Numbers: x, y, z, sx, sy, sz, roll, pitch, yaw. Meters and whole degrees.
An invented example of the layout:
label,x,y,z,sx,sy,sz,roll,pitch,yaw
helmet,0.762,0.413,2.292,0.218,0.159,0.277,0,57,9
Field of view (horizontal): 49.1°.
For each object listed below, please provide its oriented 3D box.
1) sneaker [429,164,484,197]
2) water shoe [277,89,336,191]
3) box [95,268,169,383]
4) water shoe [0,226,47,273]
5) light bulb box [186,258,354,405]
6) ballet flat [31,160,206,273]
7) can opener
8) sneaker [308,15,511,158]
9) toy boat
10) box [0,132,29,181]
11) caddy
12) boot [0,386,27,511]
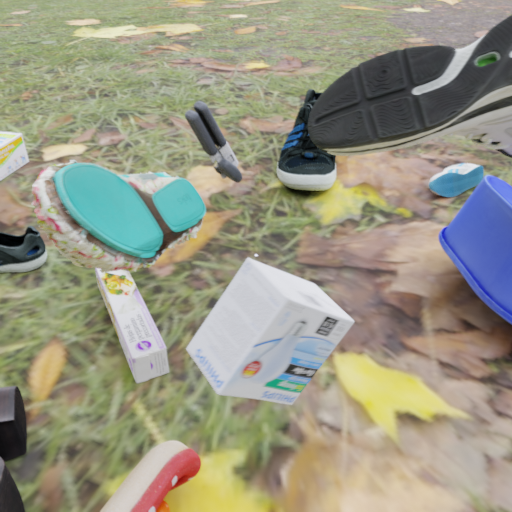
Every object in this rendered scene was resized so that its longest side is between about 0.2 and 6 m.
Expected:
label,x,y,z,sx,sy,sz,roll,pitch,yaw
sneaker,3.853,-1.498,11.047,1.329,0.509,0.537,-16,23,-28
water shoe,1.107,-2.535,11.760,1.219,1.346,3.410,4,34,6
box,-1.725,0.776,7.555,0.429,0.459,2.217,-15,37,-20
water shoe,-4.191,-0.083,8.624,1.787,0.705,0.639,-10,35,-15
light bulb box,0.098,0.538,3.808,0.777,0.783,0.489,22,17,-44
ballet flat,-1.318,-0.279,5.382,0.921,1.090,2.882,-28,-3,16
can opener,-0.537,-1.598,8.114,0.467,1.397,0.373,34,75,35
sneaker,2.261,-1.462,6.255,3.122,1.796,1.178,-15,59,18
toy boat,-0.893,2.336,5.057,0.841,0.839,1.286,40,42,3
box,-5.463,-2.036,11.630,0.728,0.656,1.295,8,34,14
caddy,3.722,0.166,7.626,2.011,1.494,2.845,17,29,-17
boot,-3.493,2.255,4.919,2.637,0.903,2.482,-11,35,-16
